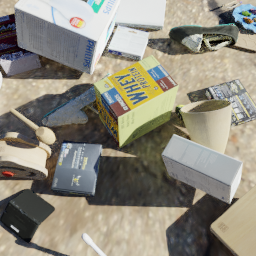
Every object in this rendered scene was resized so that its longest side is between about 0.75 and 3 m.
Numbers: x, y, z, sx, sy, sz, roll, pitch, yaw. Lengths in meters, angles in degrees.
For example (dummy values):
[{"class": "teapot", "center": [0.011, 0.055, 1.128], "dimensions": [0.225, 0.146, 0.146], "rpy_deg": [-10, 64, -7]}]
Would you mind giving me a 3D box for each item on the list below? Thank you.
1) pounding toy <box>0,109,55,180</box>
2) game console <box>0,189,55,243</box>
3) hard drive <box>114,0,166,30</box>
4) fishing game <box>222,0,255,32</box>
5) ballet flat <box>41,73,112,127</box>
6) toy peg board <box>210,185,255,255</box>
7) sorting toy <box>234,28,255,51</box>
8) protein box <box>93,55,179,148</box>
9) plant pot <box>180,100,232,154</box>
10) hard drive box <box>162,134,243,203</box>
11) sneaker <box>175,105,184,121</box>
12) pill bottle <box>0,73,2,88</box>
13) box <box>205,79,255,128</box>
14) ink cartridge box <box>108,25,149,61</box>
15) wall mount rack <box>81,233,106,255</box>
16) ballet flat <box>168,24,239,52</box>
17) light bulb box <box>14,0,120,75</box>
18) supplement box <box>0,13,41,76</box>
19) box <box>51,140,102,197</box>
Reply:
[{"class": "pounding toy", "center": [-3.023, 0.525, 7.771], "dimensions": [2.744, 1.569, 1.574], "rpy_deg": [-9, 60, 17]}, {"class": "game console", "center": [-2.676, 2.318, 7.490], "dimensions": [1.064, 0.619, 0.936], "rpy_deg": [30, 96, 16]}, {"class": "hard drive", "center": [0.104, -4.798, 10.954], "dimensions": [2.699, 0.355, 1.780], "rpy_deg": [7, 76, 4]}, {"class": "fishing game", "center": [4.920, -4.336, 10.828], "dimensions": [1.778, 0.386, 2.484], "rpy_deg": [-29, 64, -24]}, {"class": "ballet flat", "center": [-1.284, -0.711, 8.698], "dimensions": [2.782, 0.998, 0.998], "rpy_deg": [-37, 68, -18]}, {"class": "toy peg board", "center": [3.504, 2.731, 6.893], "dimensions": [2.097, 1.026, 2.088], "rpy_deg": [-34, 51, -16]}, {"class": "sorting toy", "center": [4.443, -3.292, 10.476], "dimensions": [1.042, 0.190, 0.964], "rpy_deg": [20, 63, 5]}, {"class": "protein box", "center": [0.207, -0.713, 8.106], "dimensions": [1.886, 1.873, 1.273], "rpy_deg": [-29, 66, -15]}, {"class": "plant pot", "center": [2.268, 0.077, 7.888], "dimensions": [1.368, 1.368, 1.461], "rpy_deg": [-13, 105, -7]}, {"class": "hard drive box", "center": [1.884, 1.059, 7.169], "dimensions": [1.790, 1.395, 0.687], "rpy_deg": [24, 69, 28]}, {"class": "sneaker", "center": [2.182, -0.476, 8.797], "dimensions": [1.428, 0.558, 0.645], "rpy_deg": [18, 54, 3]}, {"class": "pill bottle", "center": [-5.226, -1.694, 9.104], "dimensions": [1.894, 1.054, 1.054], "rpy_deg": [17, 63, 9]}, {"class": "box", "center": [3.359, -0.810, 9.021], "dimensions": [1.202, 0.366, 1.491], "rpy_deg": [-18, 63, -8]}, {"class": "ink cartridge box", "center": [0.046, -3.138, 10.312], "dimensions": [1.271, 0.259, 1.274], "rpy_deg": [16, 61, 6]}, {"class": "wall mount rack", "center": [-0.638, 3.874, 6.119], "dimensions": [2.438, 1.046, 2.805], "rpy_deg": [37, 67, 18]}, {"class": "ballet flat", "center": [2.729, -3.235, 10.043], "dimensions": [2.509, 0.853, 0.858], "rpy_deg": [-3, 74, 5]}, {"class": "light bulb box", "center": [-1.916, -3.609, 9.392], "dimensions": [2.620, 1.635, 2.597], "rpy_deg": [21, 58, -4]}, {"class": "supplement box", "center": [-4.016, -3.061, 10.037], "dimensions": [1.254, 0.701, 2.304], "rpy_deg": [-19, 63, -10]}, {"class": "box", "center": [-1.421, 1.131, 7.964], "dimensions": [1.177, 0.381, 1.493], "rpy_deg": [7, 62, 2]}]
